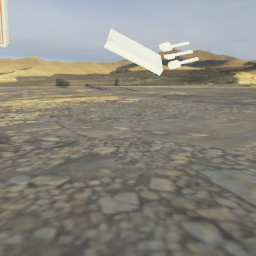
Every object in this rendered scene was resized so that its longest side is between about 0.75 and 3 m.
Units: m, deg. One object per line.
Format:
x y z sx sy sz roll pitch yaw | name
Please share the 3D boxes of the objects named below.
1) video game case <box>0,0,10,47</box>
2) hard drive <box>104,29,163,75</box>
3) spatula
-3.851 -2.939 6.372 2.304 1.647 0.201 16 37 1 | video game case
0.223 -2.740 10.018 2.146 0.286 1.415 23 34 -15 | hard drive
1.915 -2.784 10.425 1.484 1.032 0.119 -20 -12 -27 | spatula
